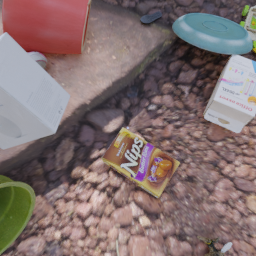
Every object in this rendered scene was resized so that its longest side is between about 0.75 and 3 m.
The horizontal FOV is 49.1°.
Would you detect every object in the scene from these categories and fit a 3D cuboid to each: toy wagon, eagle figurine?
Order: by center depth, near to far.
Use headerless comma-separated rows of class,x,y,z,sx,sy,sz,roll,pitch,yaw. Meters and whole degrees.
eagle figurine,2.172,3.514,7.218,0.972,0.967,1.282,5,60,-9
toy wagon,4.716,-3.392,9.797,1.680,0.428,2.165,19,73,7

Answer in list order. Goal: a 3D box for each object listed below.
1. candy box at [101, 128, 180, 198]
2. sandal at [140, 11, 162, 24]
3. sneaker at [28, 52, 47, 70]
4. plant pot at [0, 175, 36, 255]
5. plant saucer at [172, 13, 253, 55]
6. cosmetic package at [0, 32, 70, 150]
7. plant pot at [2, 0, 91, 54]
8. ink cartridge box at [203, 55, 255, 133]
candy box,0.356,1.005,8.197,1.992,0.562,1.162,31,75,12
sandal,0.846,-3.949,10.140,0.880,0.188,0.335,-24,79,-18
sneaker,-3.281,-1.006,8.655,1.270,1.171,2.879,31,82,9
plant pot,-4.339,1.789,7.030,2.668,2.810,2.810,32,74,23
plant saucer,2.767,-3.156,9.053,2.660,0.364,2.660,6,40,-5
cosmetic package,-2.330,-0.582,5.265,1.659,1.664,1.023,-15,46,31
plant pot,-2.419,-3.486,8.887,2.258,2.551,2.551,9,71,-9
ink cartridge box,3.255,-0.958,8.512,1.262,1.230,1.964,24,72,9
